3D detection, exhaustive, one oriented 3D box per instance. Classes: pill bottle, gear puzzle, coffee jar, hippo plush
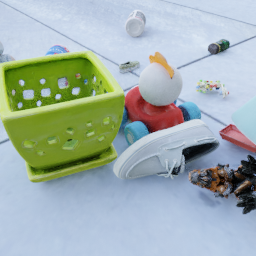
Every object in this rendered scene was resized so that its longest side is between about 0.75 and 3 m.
[{"bbox_3d":[0.435,-5.545,14.724,0.983,0.983,1.727,5,38,6],"label":"pill bottle"},{"bbox_3d":[-2.860,-2.522,10.955,0.958,0.958,1.707,2,39,2],"label":"pill bottle"},{"bbox_3d":[-1.966,-2.161,11.060,0.975,0.246,1.882,-4,39,-5],"label":"gear puzzle"},{"bbox_3d":[4.169,-3.747,12.890,1.055,0.450,0.550,-28,46,-30],"label":"coffee jar"},{"bbox_3d":[-5.189,-1.566,9.403,2.236,2.215,2.781,-24,17,19],"label":"hippo plush"}]

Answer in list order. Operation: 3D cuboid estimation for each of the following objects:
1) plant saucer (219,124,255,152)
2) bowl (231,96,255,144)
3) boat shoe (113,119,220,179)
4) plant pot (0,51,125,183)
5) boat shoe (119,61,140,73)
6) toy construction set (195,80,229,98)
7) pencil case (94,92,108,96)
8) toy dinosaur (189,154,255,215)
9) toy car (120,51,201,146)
[{"bbox_3d":[3.202,0.288,7.793,1.146,0.211,1.149,26,26,29],"label":"plant saucer"},{"bbox_3d":[3.968,-0.180,6.557,2.628,1.375,2.628,19,28,-10],"label":"bowl"},{"bbox_3d":[1.060,0.659,6.908,2.866,1.000,1.021,-22,49,-22],"label":"boat shoe"},{"bbox_3d":[-1.646,-0.261,7.016,2.561,2.324,2.548,-14,40,-17],"label":"plant pot"},{"bbox_3d":[0.081,-2.579,11.507,1.113,0.345,0.401,-31,48,-33],"label":"boat shoe"},{"bbox_3d":[2.989,-1.450,9.928,1.198,0.552,0.786,15,16,6],"label":"toy construction set"},{"bbox_3d":[-0.836,-1.211,9.630,0.622,0.559,1.432,-9,37,16],"label":"pencil case"},{"bbox_3d":[2.524,1.147,6.199,2.173,1.475,1.110,-14,82,-2],"label":"toy dinosaur"},{"bbox_3d":[0.747,-1.067,7.893,2.292,2.487,2.199,-20,43,-24],"label":"toy car"}]
